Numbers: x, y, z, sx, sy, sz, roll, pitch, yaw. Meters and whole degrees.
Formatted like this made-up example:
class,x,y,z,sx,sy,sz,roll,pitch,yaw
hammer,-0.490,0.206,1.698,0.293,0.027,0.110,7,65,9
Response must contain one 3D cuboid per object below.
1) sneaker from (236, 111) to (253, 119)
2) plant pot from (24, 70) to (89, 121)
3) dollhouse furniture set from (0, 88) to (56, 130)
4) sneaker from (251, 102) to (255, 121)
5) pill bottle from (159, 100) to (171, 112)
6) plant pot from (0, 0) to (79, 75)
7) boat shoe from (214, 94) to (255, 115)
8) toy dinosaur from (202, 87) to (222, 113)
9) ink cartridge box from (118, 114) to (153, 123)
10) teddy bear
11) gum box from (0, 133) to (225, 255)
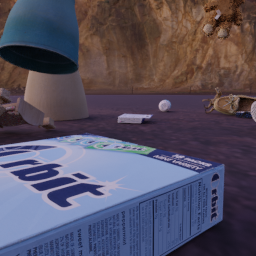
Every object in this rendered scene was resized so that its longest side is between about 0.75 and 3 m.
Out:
class,x,y,z,sx,sy,sz,roll,pitch,yaw
sneaker,4.938,-0.569,11.716,0.309,0.304,0.802,-11,15,-37
plant pot,-3.038,-1.898,11.773,2.743,2.929,2.743,1,8,0
dollhouse furniture set,-3.703,0.047,7.415,2.307,1.321,2.705,-6,-22,20
sneaker,4.556,-0.300,8.076,0.851,0.840,2.142,-7,21,-16
pill bottle,1.963,-1.174,14.864,0.603,0.603,1.088,2,9,11
plant pot,-2.383,-2.871,8.007,2.200,2.067,2.200,6,-7,1
boat shoe,5.144,-1.062,12.454,2.529,0.927,0.793,4,-10,19
toy dinosaur,4.292,-1.065,13.684,1.102,0.634,2.179,-14,-33,17
ink cartridge box,0.298,-0.343,10.367,1.166,0.253,1.145,4,9,11
teddy bear,2.992,-3.526,8.790,1.293,1.783,0.595,3,-18,22
gum box,-0.859,0.604,2.507,2.689,0.599,2.284,-7,11,-41
